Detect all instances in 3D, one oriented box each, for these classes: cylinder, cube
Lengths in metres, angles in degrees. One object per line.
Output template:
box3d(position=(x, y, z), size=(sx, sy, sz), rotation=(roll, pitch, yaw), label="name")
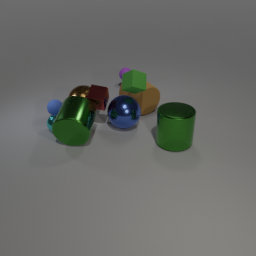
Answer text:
box3d(position=(1.775, -0.068, 10.510), size=(1.400, 1.400, 1.400), rotation=(-1, 29, 0), label="cylinder")
box3d(position=(-1.192, -1.213, 11.207), size=(0.700, 0.700, 0.700), rotation=(11, 60, 7), label="cube")
box3d(position=(-2.012, -0.279, 10.664), size=(1.400, 1.400, 1.400), rotation=(3, 43, 5), label="cylinder")
box3d(position=(0.522, -1.516, 12.838), size=(1.400, 1.400, 1.400), rotation=(-18, 40, -27), label="cylinder")
box3d(position=(0.243, -1.811, 11.021), size=(0.700, 0.700, 0.700), rotation=(9, -12, -37), label="cube")

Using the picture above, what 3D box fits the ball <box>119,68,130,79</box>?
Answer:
box3d(position=(-0.130, -2.893, 15.074), size=(0.700, 0.700, 0.700), rotation=(0, 31, 0), label="ball")

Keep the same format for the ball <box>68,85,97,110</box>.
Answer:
box3d(position=(-1.965, -1.195, 12.415), size=(1.400, 1.400, 1.400), rotation=(0, 31, 0), label="ball")

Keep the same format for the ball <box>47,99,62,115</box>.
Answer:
box3d(position=(-3.140, -0.882, 12.104), size=(0.700, 0.700, 0.700), rotation=(0, 31, 0), label="ball")

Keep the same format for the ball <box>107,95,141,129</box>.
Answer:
box3d(position=(-0.158, -0.667, 11.557), size=(1.400, 1.400, 1.400), rotation=(0, 31, 0), label="ball")

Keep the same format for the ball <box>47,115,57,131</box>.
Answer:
box3d(position=(-2.961, -0.193, 11.425), size=(0.700, 0.700, 0.700), rotation=(0, 31, 0), label="ball")
